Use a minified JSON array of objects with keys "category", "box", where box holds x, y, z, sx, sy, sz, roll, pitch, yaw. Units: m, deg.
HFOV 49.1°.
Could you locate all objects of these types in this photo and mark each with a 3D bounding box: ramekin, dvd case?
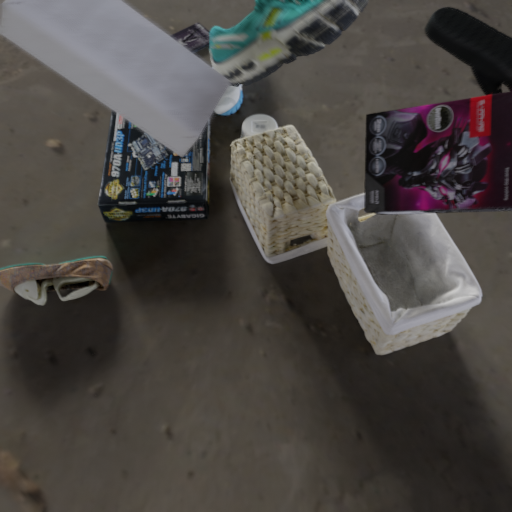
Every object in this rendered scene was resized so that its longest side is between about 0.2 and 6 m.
[{"category":"ramekin","box":[0.086,-2.861,13.024,0.920,0.449,0.920,0,58,0]},{"category":"dvd case","box":[-1.806,-5.799,15.094,1.259,0.101,0.936,-33,63,-19]}]

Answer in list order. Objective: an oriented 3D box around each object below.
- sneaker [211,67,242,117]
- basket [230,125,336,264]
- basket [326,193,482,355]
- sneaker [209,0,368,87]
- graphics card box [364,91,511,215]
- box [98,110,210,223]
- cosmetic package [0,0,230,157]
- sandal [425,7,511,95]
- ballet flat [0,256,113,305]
[{"category":"sneaker","box":[-0.665,-4.662,13.704,1.094,1.264,2.918,16,60,9]},{"category":"basket","box":[0.529,-1.308,11.437,1.606,1.461,2.369,-18,60,-10]},{"category":"basket","box":[2.525,0.285,10.313,1.819,1.655,2.683,-16,58,-10]},{"category":"sneaker","box":[0.509,-4.519,10.752,3.349,1.298,1.334,-19,86,22]},{"category":"graphics card box","box":[3.085,-1.551,8.922,2.775,0.706,1.741,3,93,41]},{"category":"box","box":[-2.161,-2.078,12.396,2.260,0.654,2.843,-2,58,-1]},{"category":"cosmetic package","box":[-2.233,-3.218,9.206,3.406,0.862,1.406,34,60,-15]},{"category":"sandal","box":[4.141,-3.148,9.508,1.112,0.708,2.958,-37,71,-27]},{"category":"ballet flat","box":[-3.912,0.515,10.727,2.280,0.776,0.767,-9,65,-4]}]
